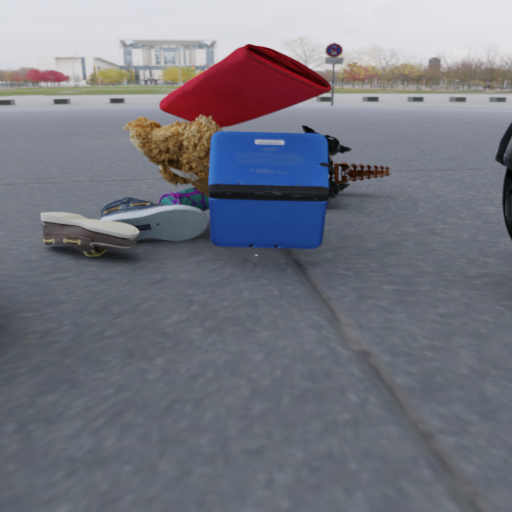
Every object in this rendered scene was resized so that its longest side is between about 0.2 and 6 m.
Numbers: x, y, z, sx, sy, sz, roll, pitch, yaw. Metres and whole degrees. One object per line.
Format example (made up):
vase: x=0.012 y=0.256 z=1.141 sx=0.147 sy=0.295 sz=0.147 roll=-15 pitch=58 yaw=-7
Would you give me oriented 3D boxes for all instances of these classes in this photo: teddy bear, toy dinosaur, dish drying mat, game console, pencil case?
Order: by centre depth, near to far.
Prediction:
game console: x=0.184 y=-1.040 z=8.992 sx=1.847 sy=1.576 sz=1.093 roll=2 pitch=-19 yaw=-1
dish drying mat: x=-0.395 y=-2.715 z=9.398 sx=1.474 sy=0.349 sz=3.839 roll=17 pitch=-6 yaw=-27
teddy bear: x=-0.641 y=-1.779 z=10.239 sx=3.728 sy=1.245 sz=2.703 roll=16 pitch=-15 yaw=42
pencil case: x=-1.278 y=-1.123 z=11.193 sx=0.584 sy=0.634 sz=1.372 roll=44 pitch=39 yaw=16
toy dinosaur: x=1.374 y=-2.133 z=13.635 sx=3.521 sy=1.799 sz=2.390 roll=-22 pitch=3 yaw=1

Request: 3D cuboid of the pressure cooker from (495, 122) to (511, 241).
pressure cooker: x=5.017 y=-0.804 z=7.133 sx=3.187 sy=3.138 sz=3.568 roll=-28 pitch=22 yaw=-5

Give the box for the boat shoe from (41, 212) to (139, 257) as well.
boat shoe: x=-2.864 y=-0.327 z=9.577 sx=2.031 sy=0.604 sz=0.730 roll=11 pitch=11 yaw=24

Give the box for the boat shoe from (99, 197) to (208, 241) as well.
boat shoe: x=-1.943 y=-0.766 z=10.465 sx=2.007 sy=0.710 sz=0.911 roll=-5 pitch=35 yaw=-9
